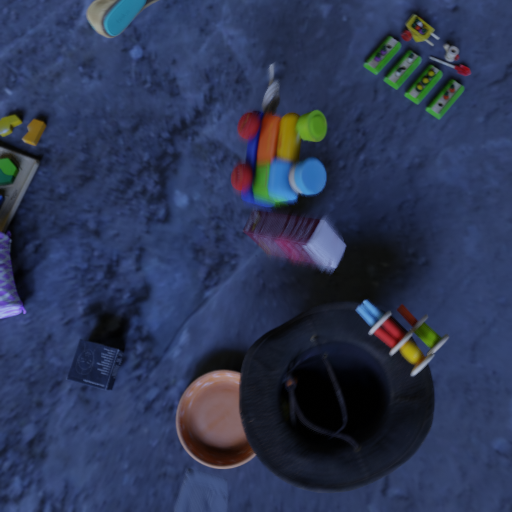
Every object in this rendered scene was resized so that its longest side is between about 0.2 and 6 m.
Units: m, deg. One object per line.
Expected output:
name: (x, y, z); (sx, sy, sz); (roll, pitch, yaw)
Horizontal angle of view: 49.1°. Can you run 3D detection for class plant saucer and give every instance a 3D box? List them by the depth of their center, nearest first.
plant saucer: (-0.567, 2.850, 9.841); (1.651, 0.309, 1.651); (0, 75, 0)

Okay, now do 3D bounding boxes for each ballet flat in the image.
ballet flat: (-2.535, -5.837, 12.025); (0.874, 0.952, 2.774); (38, 75, 28)

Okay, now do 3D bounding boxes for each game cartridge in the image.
game cartridge: (-0.778, 3.531, 7.684); (0.692, 0.210, 1.038); (15, 54, 6)

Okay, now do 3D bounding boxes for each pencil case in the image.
pencil case: (-4.793, 0.344, 10.391); (0.706, 0.693, 1.651); (-8, 74, -30)

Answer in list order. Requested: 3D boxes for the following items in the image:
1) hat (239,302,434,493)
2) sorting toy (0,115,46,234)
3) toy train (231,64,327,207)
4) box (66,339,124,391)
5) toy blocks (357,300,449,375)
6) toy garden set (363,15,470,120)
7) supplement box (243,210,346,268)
hat: (1.306, 2.393, 9.443); (3.176, 1.281, 3.176); (-1, 66, 3)
sorting toy: (-5.321, -1.794, 11.137); (1.862, 0.335, 2.499); (19, 75, 5)
toy train: (0.526, -2.084, 9.015); (1.050, 1.435, 2.480); (12, 83, -42)
box: (-2.861, 1.954, 10.008); (0.751, 0.465, 0.738); (15, 75, 4)
toy blocks: (2.386, 1.151, 9.252); (1.364, 0.495, 1.137); (45, 41, 14)
toy garden set: (3.555, -4.082, 11.755); (1.977, 0.395, 1.648); (39, 78, 10)
supplement box: (0.663, -0.314, 9.976); (1.634, 0.889, 0.497); (12, 69, 41)
